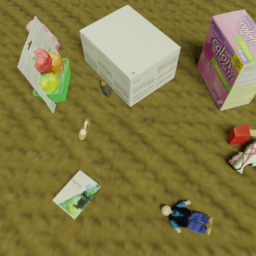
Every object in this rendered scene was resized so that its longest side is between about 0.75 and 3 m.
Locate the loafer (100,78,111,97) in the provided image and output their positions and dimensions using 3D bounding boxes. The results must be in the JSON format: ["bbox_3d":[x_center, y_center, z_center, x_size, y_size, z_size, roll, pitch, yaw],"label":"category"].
[{"bbox_3d":[-0.881,-1.544,10.666,0.296,0.294,0.812,-24,63,-13],"label":"loafer"}]

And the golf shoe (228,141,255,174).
[{"bbox_3d":[4.030,0.912,9.179,1.479,0.537,0.681,-36,72,-8],"label":"golf shoe"}]

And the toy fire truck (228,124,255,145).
[{"bbox_3d":[4.797,0.731,9.191,2.550,0.622,1.798,-4,57,-5],"label":"toy fire truck"}]

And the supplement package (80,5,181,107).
[{"bbox_3d":[0.045,-2.774,10.575,2.315,1.648,2.972,-35,67,-18],"label":"supplement package"}]

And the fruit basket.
[{"bbox_3d":[-2.949,-2.110,9.740,1.168,2.492,2.308,-6,59,17],"label":"fruit basket"}]

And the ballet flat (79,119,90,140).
[{"bbox_3d":[-1.538,0.029,9.778,0.271,0.249,0.790,15,63,-3],"label":"ballet flat"}]

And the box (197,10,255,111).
[{"bbox_3d":[3.631,-2.277,9.794,1.222,2.529,2.224,-14,62,-8],"label":"box"}]

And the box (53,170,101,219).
[{"bbox_3d":[-1.570,2.041,8.687,0.897,0.226,1.243,33,67,18],"label":"box"}]

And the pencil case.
[{"bbox_3d":[-3.549,-3.869,11.742,0.736,0.736,1.684,-35,65,-18],"label":"pencil case"}]

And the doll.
[{"bbox_3d":[1.711,2.621,8.285,1.479,0.358,1.009,14,62,15],"label":"doll"}]
